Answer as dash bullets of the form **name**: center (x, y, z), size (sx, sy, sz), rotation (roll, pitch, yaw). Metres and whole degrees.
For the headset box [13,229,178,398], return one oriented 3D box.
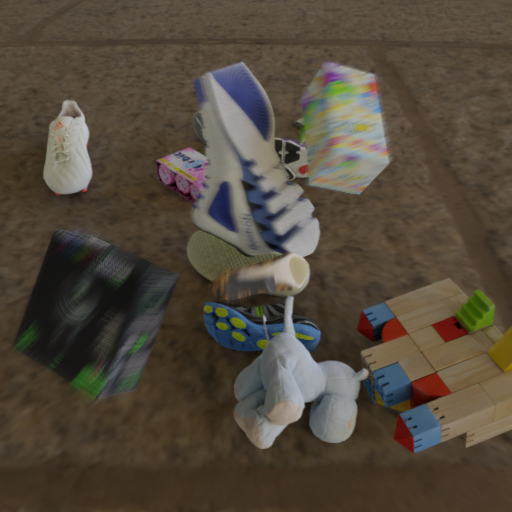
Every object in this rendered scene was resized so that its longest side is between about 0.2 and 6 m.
- **headset box**: center (-2.184, 0.798, 7.535), size (1.610, 1.849, 0.858), rotation (23, 5, 23)

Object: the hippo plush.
- **hippo plush**: center (0.685, 2.034, 8.486), size (1.619, 1.604, 2.014), rotation (23, 51, -21)

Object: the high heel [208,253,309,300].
- **high heel**: center (0.059, 0.285, 8.068), size (1.076, 0.539, 1.510), rotation (-7, 6, 32)

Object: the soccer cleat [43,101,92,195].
- **soccer cleat**: center (-4.803, -2.747, 14.164), size (1.169, 1.309, 3.375), rotation (-7, 40, -9)

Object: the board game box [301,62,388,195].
- **board game box**: center (1.294, -1.902, 8.381), size (0.875, 0.860, 1.669), rotation (8, 62, -20)

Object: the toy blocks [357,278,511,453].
- **toy blocks**: center (2.672, 1.714, 8.697), size (2.218, 1.622, 3.245), rotation (-19, 39, -6)

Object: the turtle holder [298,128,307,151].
- **turtle holder**: center (1.351, -2.517, 10.168), size (0.968, 1.364, 1.036), rotation (11, 0, 0)

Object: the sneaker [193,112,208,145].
- **sneaker**: center (-0.730, -3.389, 15.477), size (2.360, 0.830, 0.946), rotation (29, 37, 23)

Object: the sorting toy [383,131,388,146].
- **sorting toy**: center (2.763, -2.933, 14.560), size (0.783, 1.146, 1.908), rotation (-18, 24, -22)

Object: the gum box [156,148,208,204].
- **gum box**: center (-1.476, -1.918, 13.682), size (1.037, 0.604, 1.827), rotation (-30, 47, -33)

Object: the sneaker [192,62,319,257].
- **sneaker**: center (-0.436, -1.227, 8.782), size (1.794, 3.107, 1.255), rotation (-16, 11, 41)

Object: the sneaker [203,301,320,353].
- **sneaker**: center (0.081, 1.229, 9.845), size (2.133, 0.756, 0.884), rotation (9, 19, 13)

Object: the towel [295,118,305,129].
- **towel**: center (1.926, -3.855, 16.468), size (1.206, 0.216, 1.252), rotation (34, 48, 31)

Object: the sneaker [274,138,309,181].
- **sneaker**: center (0.987, -2.502, 14.346), size (2.739, 1.104, 1.143), rotation (4, 23, -9)

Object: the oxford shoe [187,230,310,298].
- **oxford shoe**: center (-0.168, 0.178, 11.013), size (2.849, 1.071, 0.823), rotation (16, -1, 30)
